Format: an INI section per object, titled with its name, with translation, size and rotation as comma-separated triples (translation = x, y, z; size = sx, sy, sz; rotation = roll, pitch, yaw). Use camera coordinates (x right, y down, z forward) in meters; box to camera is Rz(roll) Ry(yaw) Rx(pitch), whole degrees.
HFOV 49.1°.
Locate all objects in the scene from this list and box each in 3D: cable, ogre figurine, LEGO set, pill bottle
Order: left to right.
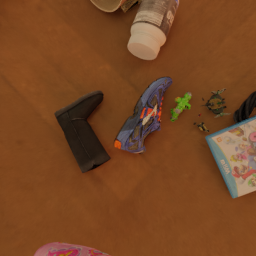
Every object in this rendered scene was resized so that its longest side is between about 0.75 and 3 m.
[pill bottle]
translation = 0.743, -3.163, 8.500
size = 1.120, 1.120, 1.968
rotation = 19, 79, 4
[ogre figurine]
translation = 1.599, -0.688, 8.235
size = 1.017, 0.610, 0.499
rotation = -36, 81, -8
[LEGO set]
translation = 2.501, -0.547, 8.393
size = 1.404, 0.398, 0.911
rotation = -41, 79, 5
[cable]
translation = 4.350, -0.276, 7.809
size = 2.643, 0.671, 2.157
rotation = 10, 102, 12

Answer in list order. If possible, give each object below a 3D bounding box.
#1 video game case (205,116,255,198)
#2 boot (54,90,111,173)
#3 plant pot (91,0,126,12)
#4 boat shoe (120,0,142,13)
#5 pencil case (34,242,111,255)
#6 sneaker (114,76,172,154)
[video game case]
translation = 3.729, 0.588, 7.637
size = 2.629, 0.234, 1.881
rotation = -24, 90, 11
[boot]
translation = -1.033, 0.106, 8.025
size = 1.611, 0.642, 1.955
rotation = -30, 75, 5
[plant pot]
translation = -0.212, -4.907, 8.671
size = 1.828, 1.828, 1.951
rotation = 43, 64, 8
[boat shoe]
translation = 0.232, -4.080, 9.111
size = 0.960, 0.352, 0.301
rotation = -29, 84, 4
[pencil case]
translation = -0.732, 2.546, 4.578
size = 1.124, 2.572, 1.124
rotation = 11, 71, -36
[sneaker]
translation = 0.599, -0.354, 8.098
size = 0.994, 0.955, 2.535
rotation = 32, 89, -1
